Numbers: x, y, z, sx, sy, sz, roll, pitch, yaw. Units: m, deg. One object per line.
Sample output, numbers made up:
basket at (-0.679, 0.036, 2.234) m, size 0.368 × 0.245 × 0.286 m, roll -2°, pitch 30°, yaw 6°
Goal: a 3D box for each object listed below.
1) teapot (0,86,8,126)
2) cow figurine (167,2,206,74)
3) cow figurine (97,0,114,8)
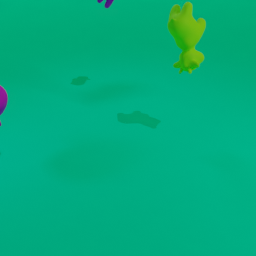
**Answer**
teapot at (-2.945, -0.555, 5.826) m, size 0.834 × 0.657 × 1.342 m, roll -26°, pitch 64°, yaw -27°
cow figurine at (1.402, -2.128, 6.870) m, size 0.767 × 1.376 × 1.398 m, roll 10°, pitch -13°, yaw 44°
cow figurine at (-0.475, -4.773, 9.324) m, size 0.682 × 1.222 × 1.242 m, roll 29°, pitch 50°, yaw -22°
